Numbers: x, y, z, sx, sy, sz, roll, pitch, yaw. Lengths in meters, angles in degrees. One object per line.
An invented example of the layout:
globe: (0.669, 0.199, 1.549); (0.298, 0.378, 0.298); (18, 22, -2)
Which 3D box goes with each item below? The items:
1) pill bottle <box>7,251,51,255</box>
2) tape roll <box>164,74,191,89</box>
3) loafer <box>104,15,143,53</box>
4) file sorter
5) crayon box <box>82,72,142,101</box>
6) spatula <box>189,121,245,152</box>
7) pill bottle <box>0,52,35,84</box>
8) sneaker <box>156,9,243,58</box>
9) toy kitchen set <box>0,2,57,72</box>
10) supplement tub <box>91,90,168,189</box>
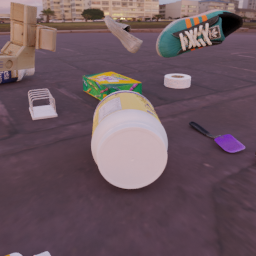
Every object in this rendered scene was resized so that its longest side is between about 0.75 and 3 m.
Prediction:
pill bottle: (-1.576, 1.957, 3.059); (1.571, 0.858, 0.858); (-13, 26, -28)
tape roll: (2.414, -2.301, 13.669); (1.286, 0.450, 1.286); (0, 23, 0)
loafer: (-0.174, -3.782, 10.982); (1.940, 0.677, 0.678); (49, 22, 11)
file sorter: (-3.058, -0.868, 9.921); (0.825, 0.740, 1.189); (-10, 25, -21)
crayon box: (-0.732, -1.751, 11.962); (1.526, 0.748, 2.569); (-14, 27, -29)
spatula: (2.402, 0.187, 8.066); (0.590, 0.215, 2.088); (-16, 24, -20)
pill bottle: (-6.186, -3.017, 13.968); (2.718, 1.510, 1.510); (-18, 29, -35)
sneaker: (1.690, -2.234, 6.517); (2.167, 0.773, 0.866); (-29, 31, -15)
toy kitchen set: (-3.405, -2.725, 8.555); (1.613, 1.977, 1.783); (20, 24, 23)
supplement tub: (-0.006, 0.170, 6.318); (1.605, 1.605, 2.208); (-2, 23, -5)
